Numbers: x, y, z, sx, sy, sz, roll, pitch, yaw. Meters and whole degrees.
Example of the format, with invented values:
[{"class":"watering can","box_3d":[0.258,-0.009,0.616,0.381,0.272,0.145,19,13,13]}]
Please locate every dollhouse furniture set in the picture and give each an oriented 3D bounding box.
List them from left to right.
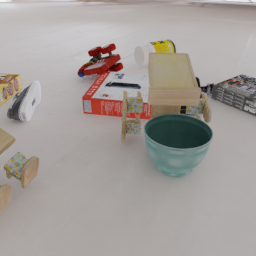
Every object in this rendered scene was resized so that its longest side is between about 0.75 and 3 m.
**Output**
[{"class":"dollhouse furniture set","box_3d":[-3.598,0.754,5.602,2.443,1.852,2.788,34,51,5]},{"class":"dollhouse furniture set","box_3d":[1.053,-0.427,7.674,2.469,2.688,1.749,2,42,1]}]

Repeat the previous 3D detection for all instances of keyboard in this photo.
[{"class":"keyboard","box_3d":[2.058,-1.392,11.075,1.664,0.270,2.619,8,39,5]}]

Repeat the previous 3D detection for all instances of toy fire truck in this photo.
[{"class":"toy fire truck","box_3d":[-1.425,-2.970,13.080,2.203,1.235,1.850,3,35,42]}]

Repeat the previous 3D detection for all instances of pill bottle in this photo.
[{"class":"pill bottle","box_3d":[1.493,-4.044,15.114,2.150,1.229,1.229,-17,35,-27]}]

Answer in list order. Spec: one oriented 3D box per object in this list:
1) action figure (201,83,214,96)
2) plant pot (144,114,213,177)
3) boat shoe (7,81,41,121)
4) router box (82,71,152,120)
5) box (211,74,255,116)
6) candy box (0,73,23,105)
[{"class":"action figure","box_3d":[2.979,-1.630,11.859,1.292,0.448,0.841,4,37,17]},{"class":"plant pot","box_3d":[1.280,0.539,7.438,1.751,1.173,1.751,0,30,0]},{"class":"boat shoe","box_3d":[-3.885,-1.065,10.546,0.826,0.874,2.437,0,38,-2]},{"class":"router box","box_3d":[-0.142,-1.393,11.150,2.568,0.699,2.862,5,31,9]},{"class":"box","box_3d":[5.001,-1.287,11.020,2.057,0.649,2.609,-22,37,-33]},{"class":"candy box","box_3d":[-5.549,-1.537,11.421,1.429,0.691,2.449,5,32,7]}]
